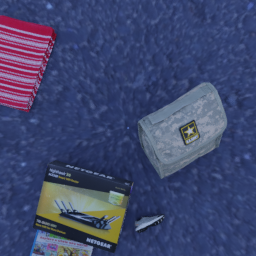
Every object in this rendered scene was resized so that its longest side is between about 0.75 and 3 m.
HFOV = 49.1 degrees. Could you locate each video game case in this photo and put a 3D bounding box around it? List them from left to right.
[{"bbox_3d":[-1.963,3.948,7.558,1.601,0.199,2.237,14,82,5],"label":"video game case"}]

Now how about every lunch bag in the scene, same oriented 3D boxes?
[{"bbox_3d":[1.299,0.077,6.968,1.900,2.317,1.362,-29,63,-5],"label":"lunch bag"}]

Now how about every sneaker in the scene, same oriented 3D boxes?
[{"bbox_3d":[0.590,2.549,7.717,0.888,0.328,0.352,-22,49,-4],"label":"sneaker"}]

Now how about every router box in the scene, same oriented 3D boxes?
[{"bbox_3d":[-1.171,2.032,7.422,2.286,0.597,1.797,14,93,6],"label":"router box"}]

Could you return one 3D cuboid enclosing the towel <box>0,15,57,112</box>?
[{"bbox_3d":[-3.434,-1.983,8.392,1.927,0.300,2.664,16,82,3],"label":"towel"}]
